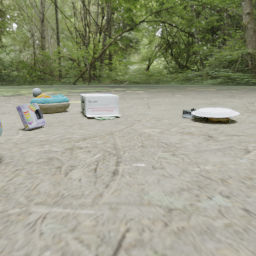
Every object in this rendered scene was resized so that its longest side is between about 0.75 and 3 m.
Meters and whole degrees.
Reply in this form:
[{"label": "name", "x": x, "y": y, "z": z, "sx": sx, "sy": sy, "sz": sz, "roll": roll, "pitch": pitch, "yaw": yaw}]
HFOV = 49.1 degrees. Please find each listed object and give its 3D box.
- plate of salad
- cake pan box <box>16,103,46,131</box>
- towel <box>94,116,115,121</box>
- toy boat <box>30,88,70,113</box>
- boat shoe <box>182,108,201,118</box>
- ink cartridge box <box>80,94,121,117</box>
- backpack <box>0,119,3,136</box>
[{"label": "plate of salad", "x": 3.640, "y": -0.534, "z": 11.711, "sx": 1.919, "sy": 0.461, "sz": 1.919, "roll": -3, "pitch": 12, "yaw": 1}, {"label": "cake pan box", "x": -3.423, "y": -0.416, "z": 9.973, "sx": 0.252, "sy": 0.886, "sz": 0.962, "roll": -20, "pitch": 1, "yaw": 23}, {"label": "towel", "x": -1.019, "y": -0.430, "z": 12.157, "sx": 0.766, "sy": 0.090, "sz": 0.584, "roll": -8, "pitch": 13, "yaw": -35}, {"label": "toy boat", "x": -4.322, "y": -1.438, "z": 14.557, "sx": 2.075, "sy": 1.147, "sz": 2.469, "roll": -10, "pitch": 15, "yaw": -41}, {"label": "boat shoe", "x": 2.970, "y": -0.689, "z": 12.582, "sx": 1.215, "sy": 0.431, "sz": 0.438, "roll": -6, "pitch": 13, "yaw": -30}, {"label": "ink cartridge box", "x": -1.353, "y": -1.134, "z": 13.416, "sx": 1.589, "sy": 0.929, "sz": 2.739, "roll": -3, "pitch": 10, "yaw": -15}, {"label": "backpack", "x": -3.564, "y": -0.154, "z": 5.685, "sx": 1.764, "sy": 1.353, "sz": 1.551, "roll": -21, "pitch": 51, "yaw": -29}]
